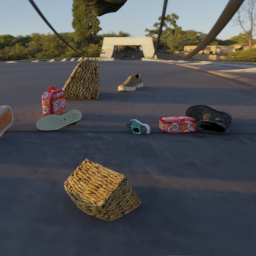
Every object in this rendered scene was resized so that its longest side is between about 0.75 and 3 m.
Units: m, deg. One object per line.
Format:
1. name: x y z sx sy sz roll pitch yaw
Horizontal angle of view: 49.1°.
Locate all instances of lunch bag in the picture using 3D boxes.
1. lunch bag: 1.451 -0.130 8.386 1.007 0.412 0.887 -2 12 -9
2. lunch bag: -2.623 -0.938 9.892 0.489 1.051 1.193 2 17 8

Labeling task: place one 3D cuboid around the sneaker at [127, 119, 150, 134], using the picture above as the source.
1. sneaker: 0.217 -0.020 8.121 0.398 0.338 0.872 -19 23 -38

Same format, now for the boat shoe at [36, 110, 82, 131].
1. boat shoe: -2.103 -0.165 8.582 1.387 0.498 0.469 -17 -15 -27

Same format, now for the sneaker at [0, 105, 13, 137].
1. sneaker: -3.993 -0.123 7.749 0.929 0.829 2.324 -6 12 -3

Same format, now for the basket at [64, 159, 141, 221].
1. basket: -0.430 1.074 4.414 0.999 0.744 0.713 15 55 41

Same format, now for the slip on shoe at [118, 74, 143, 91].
1. slip on shoe: 0.195 -2.606 16.036 0.953 0.759 2.506 9 19 27

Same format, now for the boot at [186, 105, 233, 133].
1. boot: 2.355 -0.266 8.500 1.630 0.564 1.419 12 20 28

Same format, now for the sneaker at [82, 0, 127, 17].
1. sneaker: -1.185 -3.671 7.512 2.394 0.915 1.371 8 -8 -11

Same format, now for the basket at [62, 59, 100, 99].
1. basket: -2.337 -2.474 13.756 1.886 1.807 2.532 0 16 -3
